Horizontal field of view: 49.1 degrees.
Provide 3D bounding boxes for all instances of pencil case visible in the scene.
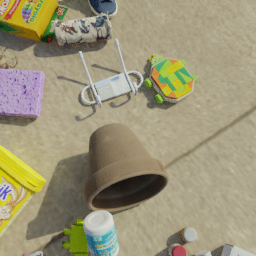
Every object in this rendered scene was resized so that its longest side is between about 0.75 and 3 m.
[{"bbox_3d":[-1.742,-3.757,10.651,2.261,0.880,1.011,-8,98,-2],"label":"pencil case"}]

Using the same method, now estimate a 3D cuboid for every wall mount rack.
[{"bbox_3d":[-0.696,-1.919,10.117,2.401,0.895,2.086,-21,74,-7],"label":"wall mount rack"}]

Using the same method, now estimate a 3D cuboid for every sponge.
[{"bbox_3d":[-4.568,-1.302,10.066,2.960,0.441,1.651,4,80,2],"label":"sponge"}]

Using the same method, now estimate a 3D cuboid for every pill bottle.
[{"bbox_3d":[-0.747,3.278,8.197,0.862,0.862,1.556,-11,111,-3],"label":"pill bottle"}]

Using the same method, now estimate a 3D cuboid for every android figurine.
[{"bbox_3d":[-1.402,3.451,8.741,1.250,0.257,1.137,3,77,-12],"label":"android figurine"}]

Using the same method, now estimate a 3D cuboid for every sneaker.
[{"bbox_3d":[-1.254,-5.695,11.104,1.052,1.186,2.807,-24,75,-7],"label":"sneaker"}]

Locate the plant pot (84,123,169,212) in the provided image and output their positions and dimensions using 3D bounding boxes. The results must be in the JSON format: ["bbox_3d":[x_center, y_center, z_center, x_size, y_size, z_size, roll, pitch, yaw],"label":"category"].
[{"bbox_3d":[-0.266,1.063,8.626,2.499,2.499,2.179,-16,58,-5],"label":"plant pot"}]

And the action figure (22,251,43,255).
[{"bbox_3d":[-2.797,4.560,7.688,2.722,2.027,1.823,20,80,-9],"label":"action figure"}]

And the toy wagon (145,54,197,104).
[{"bbox_3d":[1.453,-1.945,10.366,1.665,0.424,2.145,-31,76,-9],"label":"toy wagon"}]

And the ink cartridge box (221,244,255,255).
[{"bbox_3d":[3.669,4.519,8.195,2.012,0.833,1.466,23,75,7],"label":"ink cartridge box"}]

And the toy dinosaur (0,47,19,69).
[{"bbox_3d":[-4.595,-2.304,10.516,1.001,0.576,1.979,-32,88,9],"label":"toy dinosaur"}]

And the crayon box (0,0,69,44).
[{"bbox_3d":[-4.067,-4.610,11.009,2.943,0.748,1.868,17,74,5],"label":"crayon box"}]

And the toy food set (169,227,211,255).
[{"bbox_3d":[2.012,4.291,8.080,1.264,1.191,2.647,-15,74,-5],"label":"toy food set"}]

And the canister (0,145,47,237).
[{"bbox_3d":[-4.336,2.221,8.692,2.179,1.270,2.933,35,78,10],"label":"canister"}]
